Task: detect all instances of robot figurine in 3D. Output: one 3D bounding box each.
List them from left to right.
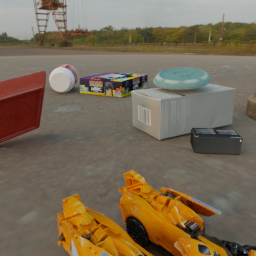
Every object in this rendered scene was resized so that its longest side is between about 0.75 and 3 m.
[{"bbox_3d":[0.509,1.317,2.704,1.923,0.772,2.653,-17,25,-39],"label":"robot figurine"}]

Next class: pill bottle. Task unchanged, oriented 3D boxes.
[{"bbox_3d":[-3.148,-2.413,13.725,1.203,1.203,2.130,-1,18,-3],"label":"pill bottle"}]

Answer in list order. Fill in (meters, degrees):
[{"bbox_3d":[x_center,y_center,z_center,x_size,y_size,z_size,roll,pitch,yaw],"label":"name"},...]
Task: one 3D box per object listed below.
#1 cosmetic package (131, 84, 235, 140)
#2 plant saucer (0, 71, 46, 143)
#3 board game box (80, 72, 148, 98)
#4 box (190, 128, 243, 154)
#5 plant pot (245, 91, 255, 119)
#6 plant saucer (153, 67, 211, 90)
[{"bbox_3d":[1.594,-0.577,8.018,2.688,1.212,1.436,-14,22,-28],"label":"cosmetic package"},{"bbox_3d":[-2.661,-0.317,6.347,1.817,1.814,0.334,-26,63,-39],"label":"plant saucer"},{"bbox_3d":[-0.621,-2.194,13.725,2.305,0.791,2.788,10,20,25],"label":"board game box"},{"bbox_3d":[2.027,0.291,6.531,1.039,0.410,0.734,2,15,5],"label":"box"},{"bbox_3d":[5.280,-1.466,8.922,2.680,2.337,2.680,-1,17,0],"label":"plant pot"},{"bbox_3d":[1.469,-1.402,7.674,1.568,0.215,1.568,-4,27,2],"label":"plant saucer"}]
